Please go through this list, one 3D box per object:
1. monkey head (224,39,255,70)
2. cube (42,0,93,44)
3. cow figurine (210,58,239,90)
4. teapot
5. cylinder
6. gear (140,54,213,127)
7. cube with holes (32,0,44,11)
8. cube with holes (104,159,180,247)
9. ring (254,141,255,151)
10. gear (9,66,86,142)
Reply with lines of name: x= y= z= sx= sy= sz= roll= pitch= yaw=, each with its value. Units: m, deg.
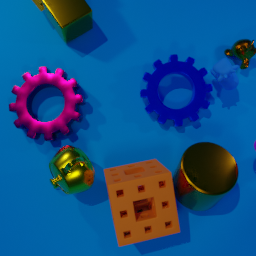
monkey head: x=3.201 y=-2.084 z=7.849 sx=0.639 sy=1.061 sz=0.763 roll=22 pitch=81 yaw=-22
cube: x=-1.665 y=-3.193 z=7.891 sx=0.988 sy=0.988 sz=0.988 roll=-34 pitch=87 yaw=-10
cow figurine: x=2.586 y=-1.362 z=7.317 sx=0.606 sy=1.087 sz=1.105 roll=-38 pitch=117 yaw=15
teapot: x=-1.446 y=1.095 z=6.782 sx=0.958 sy=1.957 sz=1.217 roll=-31 pitch=80 yaw=-30
cylinder: x=1.789 y=1.190 z=6.741 sx=1.297 sy=1.297 sz=1.297 roll=1 pitch=58 yaw=-2
gear: x=1.292 y=-1.002 z=7.627 sx=1.897 sy=0.351 sz=1.897 roll=0 pitch=91 yaw=1
cube with holes: x=-2.456 y=-4.182 z=7.816 sx=1.009 sy=1.009 sz=1.009 roll=-32 pitch=67 yaw=4
cube with holes: x=0.261 y=1.646 z=6.548 sx=1.362 sy=1.362 sz=1.362 roll=-10 pitch=97 yaw=-7
ring: x=3.822 y=0.097 z=6.191 sx=2.028 sy=2.028 sz=0.406 roll=-18 pitch=76 yaw=-4
gear: x=-2.192 y=-0.648 z=7.650 sx=1.994 sy=0.369 sz=1.994 roll=0 pitch=84 yaw=4
